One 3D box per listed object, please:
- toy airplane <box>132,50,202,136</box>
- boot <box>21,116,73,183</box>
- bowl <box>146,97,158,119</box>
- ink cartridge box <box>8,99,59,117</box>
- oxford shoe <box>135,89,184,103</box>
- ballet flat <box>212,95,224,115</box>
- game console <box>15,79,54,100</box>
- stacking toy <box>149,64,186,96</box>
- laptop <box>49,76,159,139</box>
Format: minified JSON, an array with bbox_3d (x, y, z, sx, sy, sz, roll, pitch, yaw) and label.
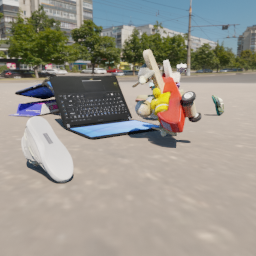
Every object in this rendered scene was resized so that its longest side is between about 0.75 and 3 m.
[{"bbox_3d":[0.679,-0.628,5.785,1.178,1.670,1.663,-22,-5,8],"label":"toy airplane"},{"bbox_3d":[-1.176,0.399,3.987,0.412,0.536,1.121,-5,51,-43],"label":"boot"},{"bbox_3d":[0.823,-0.539,8.507,0.812,0.812,0.365,10,58,41],"label":"bowl"},{"bbox_3d":[-3.108,-0.774,10.294,1.113,0.436,2.351,3,14,24],"label":"ink cartridge box"},{"bbox_3d":[1.327,-1.281,11.534,2.104,0.777,0.745,1,-9,-11],"label":"oxford shoe"},{"bbox_3d":[3.021,-0.810,9.326,0.332,0.893,0.332,-17,43,16],"label":"ballet flat"},{"bbox_3d":[-2.571,-0.960,9.969,1.748,1.212,2.048,45,10,9],"label":"game console"},{"bbox_3d":[1.392,-1.631,10.783,1.993,1.503,0.468,-5,-23,8],"label":"stacking toy"},{"bbox_3d":[-0.605,-0.685,7.431,2.184,2.464,1.272,-7,-23,-35],"label":"laptop"}]
